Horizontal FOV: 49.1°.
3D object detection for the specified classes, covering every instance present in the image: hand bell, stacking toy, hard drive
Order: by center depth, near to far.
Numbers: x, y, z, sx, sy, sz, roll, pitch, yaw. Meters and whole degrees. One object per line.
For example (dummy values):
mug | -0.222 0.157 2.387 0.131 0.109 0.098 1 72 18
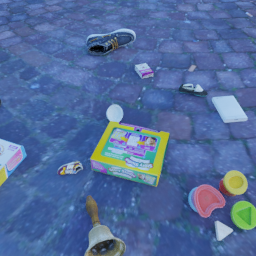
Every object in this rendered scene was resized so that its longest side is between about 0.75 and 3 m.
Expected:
hand bell | -0.930 2.736 8.086 1.111 1.111 2.134 -14 34 -14
stacking toy | 2.898 2.401 8.637 1.905 0.805 1.725 -17 72 -15
hard drive | 4.392 -0.843 12.178 1.004 0.203 1.523 -5 43 -5

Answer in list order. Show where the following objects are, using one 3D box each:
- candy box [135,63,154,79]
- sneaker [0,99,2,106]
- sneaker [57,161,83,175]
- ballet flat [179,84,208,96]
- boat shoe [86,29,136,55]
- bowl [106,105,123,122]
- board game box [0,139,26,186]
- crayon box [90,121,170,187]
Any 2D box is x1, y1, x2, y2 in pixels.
candy box | 0.818 -2.920 14.287 0.646 0.289 0.948 -15 46 -15
sneaker | -5.875 -1.016 12.174 0.410 0.459 1.121 4 43 5
sneaker | -1.999 1.443 9.691 0.875 0.328 0.394 -24 42 -22
ballet flat | 3.037 -1.782 12.973 1.350 0.462 0.459 9 43 9
boat shoe | -0.926 -4.728 15.752 2.842 1.005 1.290 -9 44 1
bowl | -0.607 -0.589 11.593 0.763 0.763 0.343 -30 18 -27
board game box | -5.212 1.448 9.507 2.135 0.563 2.790 16 46 16
crayon box | 0.136 0.840 10.060 2.361 0.688 2.037 12 46 12
